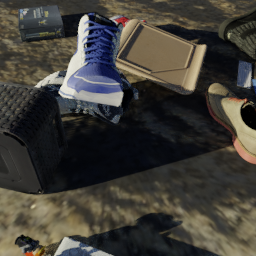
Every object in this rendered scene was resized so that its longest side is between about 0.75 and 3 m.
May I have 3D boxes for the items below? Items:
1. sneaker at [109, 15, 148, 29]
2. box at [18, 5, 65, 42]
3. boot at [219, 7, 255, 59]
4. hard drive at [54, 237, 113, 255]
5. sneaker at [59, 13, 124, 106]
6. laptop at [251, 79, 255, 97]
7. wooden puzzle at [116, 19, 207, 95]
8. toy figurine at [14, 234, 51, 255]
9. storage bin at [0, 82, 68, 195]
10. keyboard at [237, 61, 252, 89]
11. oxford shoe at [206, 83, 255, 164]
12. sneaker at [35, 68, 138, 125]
[{"bbox_3d":[-0.328,-3.154,9.767,1.615,1.023,2.872,22,46,25],"label":"sneaker"},{"bbox_3d":[-3.480,-4.213,11.179,1.651,0.534,2.094,-10,46,-12],"label":"box"},{"bbox_3d":[4.914,-3.419,9.963,2.778,1.045,2.077,-25,42,-10],"label":"boot"},{"bbox_3d":[-0.745,3.188,3.772,1.936,0.392,2.935,15,46,15],"label":"hard drive"},{"bbox_3d":[-0.382,-0.817,3.111,0.612,0.875,1.516,8,18,-14],"label":"sneaker"},{"bbox_3d":[4.981,-1.015,7.257,1.529,2.639,2.471,28,44,-18],"label":"laptop"},{"bbox_3d":[0.895,-2.228,8.653,2.784,0.518,2.575,20,50,5],"label":"wooden puzzle"},{"bbox_3d":[-1.641,2.214,4.479,0.565,0.800,0.813,24,50,14],"label":"toy figurine"},{"bbox_3d":[-2.877,0.143,5.798,2.790,1.886,1.308,10,45,10],"label":"storage bin"},{"bbox_3d":[3.754,-1.735,8.996,0.419,0.079,1.489,13,46,13],"label":"keyboard"},{"bbox_3d":[2.817,-0.436,6.999,0.959,1.018,2.722,-11,46,-11],"label":"oxford shoe"},{"bbox_3d":[-0.991,-0.705,7.178,2.818,1.125,1.834,-16,37,-30],"label":"sneaker"}]
